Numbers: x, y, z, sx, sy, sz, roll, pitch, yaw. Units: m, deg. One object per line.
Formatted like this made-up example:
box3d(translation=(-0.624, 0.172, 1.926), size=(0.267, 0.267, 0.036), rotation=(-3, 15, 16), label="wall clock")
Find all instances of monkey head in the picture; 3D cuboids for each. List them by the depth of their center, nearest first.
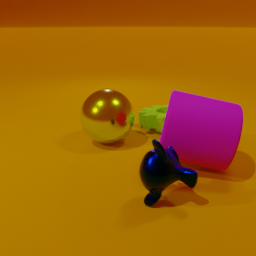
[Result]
box3d(translation=(0.595, 0.709, 4.353), size=(0.696, 1.155, 0.831), rotation=(-14, 28, -41), label="monkey head")

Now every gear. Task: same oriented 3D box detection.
box3d(translation=(1.278, -0.316, 7.579), size=(1.937, 0.358, 1.937), rotation=(-3, 14, 1), label="gear")

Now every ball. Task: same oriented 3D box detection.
box3d(translation=(-0.483, -0.270, 6.568), size=(1.277, 1.277, 1.277), rotation=(0, 22, 0), label="ball")

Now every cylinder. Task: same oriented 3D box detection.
box3d(translation=(1.341, 0.043, 5.417), size=(1.305, 1.305, 1.305), rotation=(14, 23, 6), label="cylinder")
